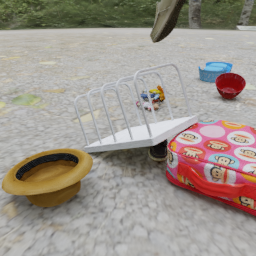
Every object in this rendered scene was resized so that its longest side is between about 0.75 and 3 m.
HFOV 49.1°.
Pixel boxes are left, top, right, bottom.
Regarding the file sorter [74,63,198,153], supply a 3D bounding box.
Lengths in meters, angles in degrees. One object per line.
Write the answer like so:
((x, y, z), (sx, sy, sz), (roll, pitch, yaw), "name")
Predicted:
((0.065, -0.453, 6.994), (1.726, 1.549, 2.487), (-23, 8, -42), "file sorter")

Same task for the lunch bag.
((2.181, 0.765, 5.842), (2.641, 1.082, 2.326), (17, 29, 33), "lunch bag")

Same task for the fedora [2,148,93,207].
((-1.546, 1.051, 5.641), (1.798, 0.733, 1.798), (-8, 24, 4), "fedora")

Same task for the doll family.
((0.970, -1.239, 10.769), (1.025, 0.744, 1.652), (7, 25, 16), "doll family")

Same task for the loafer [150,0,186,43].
((1.260, -3.823, 9.240), (0.818, 2.162, 0.738), (-28, 67, -42), "loafer")

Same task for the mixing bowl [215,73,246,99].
((4.198, -1.653, 11.594), (1.197, 0.648, 1.197), (-5, 51, 6), "mixing bowl")

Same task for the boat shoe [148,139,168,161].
((0.812, 0.400, 7.451), (0.500, 0.451, 1.391), (3, 24, 6), "boat shoe")

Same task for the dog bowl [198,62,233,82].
((4.621, -2.983, 14.829), (1.438, 0.639, 2.580), (14, 27, 29), "dog bowl")
